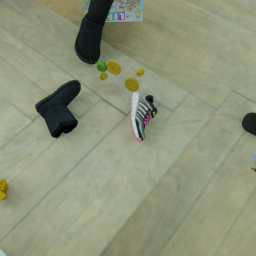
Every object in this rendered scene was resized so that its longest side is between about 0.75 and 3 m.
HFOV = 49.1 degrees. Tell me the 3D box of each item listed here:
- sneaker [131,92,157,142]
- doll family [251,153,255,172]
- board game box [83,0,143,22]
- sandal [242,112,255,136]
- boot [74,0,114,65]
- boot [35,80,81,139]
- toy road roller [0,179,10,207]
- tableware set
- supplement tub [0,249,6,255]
[{"bbox_3d":[0.573,-0.437,9.604,0.882,0.744,2.017,-3,54,6],"label":"sneaker"},{"bbox_3d":[4.551,1.223,8.720,1.580,0.620,0.913,-5,63,3],"label":"doll family"},{"bbox_3d":[-0.621,-5.461,12.110,2.572,1.729,0.440,-2,56,-1],"label":"board game box"},{"bbox_3d":[5.259,0.215,9.264,2.876,0.648,1.080,25,62,15],"label":"sandal"},{"bbox_3d":[-1.191,-4.263,10.929,1.075,2.380,2.905,14,54,-22],"label":"boot"},{"bbox_3d":[-2.120,-0.650,9.733,1.893,0.723,1.590,-35,61,-12],"label":"boot"},{"bbox_3d":[-3.763,1.888,8.351,0.804,0.494,0.587,28,51,17],"label":"toy road roller"},{"bbox_3d":[-0.270,-1.877,9.946,1.833,1.235,0.281,7,38,27],"label":"tableware set"},{"bbox_3d":[-3.798,3.613,7.065,0.855,0.855,1.296,37,65,20],"label":"supplement tub"}]
